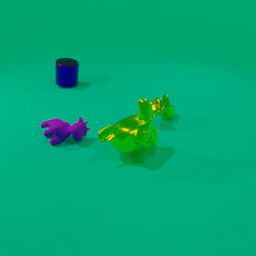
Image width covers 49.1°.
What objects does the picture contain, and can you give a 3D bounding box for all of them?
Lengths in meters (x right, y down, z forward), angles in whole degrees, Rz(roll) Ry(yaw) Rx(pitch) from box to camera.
[{"bbox_3d":[0.122,-0.040,7.203,1.163,1.389,1.930,-1,1,32],"label":"monkey head"},{"bbox_3d":[1.097,-0.565,8.754,0.598,1.089,1.072,-23,37,28],"label":"cow figurine"},{"bbox_3d":[-1.763,0.014,7.969,1.169,0.652,1.188,-25,36,-23],"label":"cow figurine"},{"bbox_3d":[-2.476,-2.250,11.376,0.932,0.932,0.932,7,34,-5],"label":"cylinder"}]
